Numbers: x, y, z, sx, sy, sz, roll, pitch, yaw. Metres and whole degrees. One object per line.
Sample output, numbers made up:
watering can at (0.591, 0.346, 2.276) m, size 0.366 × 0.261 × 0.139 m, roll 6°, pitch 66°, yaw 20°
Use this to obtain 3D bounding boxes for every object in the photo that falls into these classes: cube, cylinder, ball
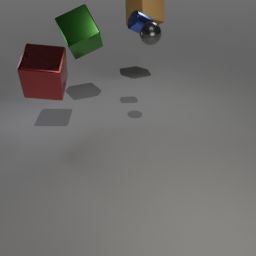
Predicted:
cube at (0.833, -5.917, 14.052) m, size 1.400 × 1.400 × 1.400 m, roll -3°, pitch 2°, yaw -36°
cylinder at (0.450, -3.851, 10.302) m, size 0.700 × 0.700 × 0.700 m, roll 14°, pitch 20°, yaw -32°
ball at (0.722, -3.020, 8.974) m, size 0.700 × 0.700 × 0.700 m, roll 0°, pitch 30°, yaw 0°
cube at (-3.000, -1.998, 10.087) m, size 1.400 × 1.400 × 1.400 m, roll 4°, pitch 53°, yaw -5°
cube at (-2.038, -4.041, 11.913) m, size 1.400 × 1.400 × 1.400 m, roll -26°, pitch -7°, yaw -2°
